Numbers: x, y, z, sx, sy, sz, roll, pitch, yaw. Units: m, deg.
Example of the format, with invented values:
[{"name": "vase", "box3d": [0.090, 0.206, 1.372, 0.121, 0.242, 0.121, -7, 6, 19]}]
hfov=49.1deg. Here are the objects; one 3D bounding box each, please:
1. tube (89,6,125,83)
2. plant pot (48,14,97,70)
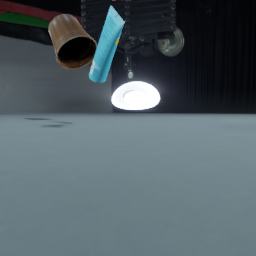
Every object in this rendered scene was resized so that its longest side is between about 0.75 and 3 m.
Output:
[{"name": "tube", "box3d": [-0.663, -2.405, 8.466, 0.571, 2.264, 0.877, -16, 57, -35]}, {"name": "plant pot", "box3d": [-2.357, -3.610, 11.451, 1.723, 1.705, 1.723, -22, -26, -12]}]
